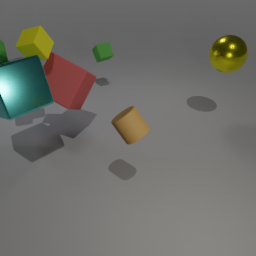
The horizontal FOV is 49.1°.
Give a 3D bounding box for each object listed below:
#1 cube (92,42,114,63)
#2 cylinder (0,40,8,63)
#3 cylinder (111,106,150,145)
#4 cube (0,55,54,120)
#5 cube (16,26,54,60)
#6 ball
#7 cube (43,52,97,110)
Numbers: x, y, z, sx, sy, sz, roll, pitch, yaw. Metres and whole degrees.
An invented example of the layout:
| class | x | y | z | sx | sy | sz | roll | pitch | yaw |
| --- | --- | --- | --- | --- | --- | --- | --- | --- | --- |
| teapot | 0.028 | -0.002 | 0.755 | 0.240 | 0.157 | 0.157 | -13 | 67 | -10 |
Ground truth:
| class | x | y | z | sx | sy | sz | roll | pitch | yaw |
| --- | --- | --- | --- | --- | --- | --- | --- | --- | --- |
| cube | -1.214 | -3.648 | 13.495 | 0.700 | 0.700 | 0.700 | -22 | 6 | -23 |
| cylinder | -4.134 | -2.299 | 8.642 | 0.700 | 0.700 | 0.700 | -14 | 66 | -20 |
| cylinder | 0.061 | -0.068 | 6.900 | 0.700 | 0.700 | 0.700 | -33 | 14 | 9 |
| cube | -3.207 | -1.167 | 7.928 | 1.400 | 1.400 | 1.400 | -29 | 25 | -36 |
| cube | -2.800 | -2.529 | 8.464 | 0.700 | 0.700 | 0.700 | -4 | 60 | 23 |
| ball | 3.762 | -2.769 | 10.525 | 1.400 | 1.400 | 1.400 | 0 | 33 | 0 |
| cube | -2.144 | -1.569 | 9.752 | 1.400 | 1.400 | 1.400 | 28 | 5 | 5 |
